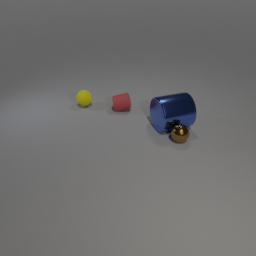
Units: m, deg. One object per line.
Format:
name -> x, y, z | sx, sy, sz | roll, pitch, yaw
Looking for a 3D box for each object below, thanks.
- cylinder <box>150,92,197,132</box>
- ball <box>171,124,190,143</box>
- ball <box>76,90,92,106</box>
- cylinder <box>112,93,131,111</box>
cylinder -> 1.769, -0.639, 11.179 | 1.400, 1.400, 1.400 | -11, 34, -17
ball -> 1.962, 0.200, 10.515 | 0.700, 0.700, 0.700 | 0, 32, 0
ball -> -2.012, -1.382, 12.839 | 0.700, 0.700, 0.700 | 0, 32, 0
cylinder -> -0.270, -1.175, 12.564 | 0.700, 0.700, 0.700 | -13, 30, 11
